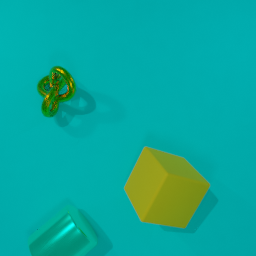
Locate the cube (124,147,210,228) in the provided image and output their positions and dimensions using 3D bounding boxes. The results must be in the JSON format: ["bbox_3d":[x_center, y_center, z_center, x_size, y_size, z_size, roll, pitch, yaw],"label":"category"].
[{"bbox_3d":[0.897,1.441,6.864,1.311,1.311,1.311,18,106,-26],"label":"cube"}]

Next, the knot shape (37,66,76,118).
[{"bbox_3d":[-1.960,-1.110,7.747,0.699,1.415,1.512,17,57,-37],"label":"knot shape"}]

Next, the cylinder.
[{"bbox_3d":[-1.620,2.820,7.060,1.258,1.258,1.258,-39,82,-6],"label":"cylinder"}]
